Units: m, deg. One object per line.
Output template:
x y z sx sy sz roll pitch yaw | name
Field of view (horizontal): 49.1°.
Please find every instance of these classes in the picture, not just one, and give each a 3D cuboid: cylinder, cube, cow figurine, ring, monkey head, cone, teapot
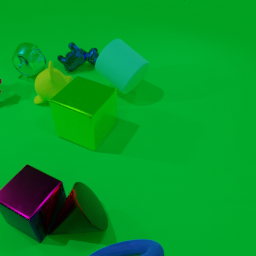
-0.186 -2.030 9.317 1.318 1.318 1.318 41 54 8 | cylinder
-2.047 1.619 6.074 1.023 1.023 1.023 21 48 20 | cube
-1.796 -2.622 10.708 1.431 1.408 0.786 -47 20 1 | cow figurine
-1.198 -0.438 7.957 1.341 1.341 1.341 21 47 18 | cube
-0.086 2.307 4.902 1.468 1.468 0.294 -11 83 -11 | ring
-2.366 -1.157 8.804 1.129 1.873 1.347 14 51 -25 | monkey head
-1.239 1.961 5.955 1.177 1.173 1.173 -35 48 6 | cone
-3.522 -2.391 9.883 1.210 1.946 0.953 42 44 -14 | teapot

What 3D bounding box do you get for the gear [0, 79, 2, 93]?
-4.827 -1.443 9.026 1.453 1.453 0.269 6 10 6 | gear
